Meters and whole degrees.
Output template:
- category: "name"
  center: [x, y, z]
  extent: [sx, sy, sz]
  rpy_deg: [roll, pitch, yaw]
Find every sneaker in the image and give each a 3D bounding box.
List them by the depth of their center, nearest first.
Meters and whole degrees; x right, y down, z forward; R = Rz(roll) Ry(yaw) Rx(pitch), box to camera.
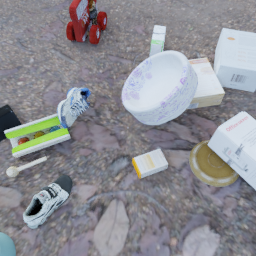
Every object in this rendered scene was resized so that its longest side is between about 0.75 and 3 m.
- category: "sneaker"
  center: [-2.649, 2.345, 9.392]
  extent: [0.771, 0.921, 2.080]
  rpy_deg: [27, 59, 18]
- category: "sneaker"
  center: [-1.986, -0.870, 10.639]
  extent: [0.920, 0.832, 2.160]
  rpy_deg: [-8, 44, 19]

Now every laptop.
- category: "laptop"
  center: [-5.210, -0.210, 11.557]
  extent: [1.252, 0.730, 1.413]
  rpy_deg: [-33, 37, -20]

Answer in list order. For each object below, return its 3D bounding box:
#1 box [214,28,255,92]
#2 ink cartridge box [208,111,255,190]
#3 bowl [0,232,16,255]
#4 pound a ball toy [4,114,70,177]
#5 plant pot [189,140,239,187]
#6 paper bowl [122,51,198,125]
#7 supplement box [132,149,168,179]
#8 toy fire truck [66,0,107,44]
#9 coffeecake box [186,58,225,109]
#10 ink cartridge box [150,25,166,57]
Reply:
- category: "box"
  center: [4.996, -3.099, 12.693]
  extent: [1.897, 1.325, 2.492]
  rpy_deg: [12, 57, 8]
- category: "ink cartridge box"
  center: [4.455, 0.784, 10.084]
  extent: [1.819, 1.028, 2.483]
  rpy_deg: [-26, 61, -32]
- category: "bowl"
  center: [-4.326, 3.864, 8.427]
  extent: [1.605, 0.840, 1.605]
  rpy_deg: [0, 56, 1]
- category: "pound a ball toy"
  center: [-3.438, 0.643, 10.586]
  extent: [2.520, 1.071, 1.643]
  rpy_deg: [-21, 85, -13]
- category: "plant pot"
  center: [3.284, 1.236, 10.496]
  extent: [1.943, 0.267, 1.943]
  rpy_deg: [0, 56, 0]
- category: "paper bowl"
  center: [1.341, -1.449, 11.046]
  extent: [2.953, 1.536, 2.953]
  rpy_deg: [-25, 43, 26]
- category: "supplement box"
  center: [0.810, 1.312, 10.344]
  extent: [1.141, 0.419, 0.719]
  rpy_deg: [-18, 58, -11]
- category: "toy fire truck"
  center: [-2.074, -5.646, 13.759]
  extent: [1.563, 2.341, 2.788]
  rpy_deg: [12, 58, 8]
- category: "coffeecake box"
  center: [2.975, -1.978, 12.278]
  extent: [1.664, 0.792, 2.167]
  rpy_deg: [-9, 57, -6]
- category: "ink cartridge box"
  center: [1.442, -4.101, 13.542]
  extent: [0.586, 1.015, 1.396]
  rpy_deg: [9, 57, 6]
